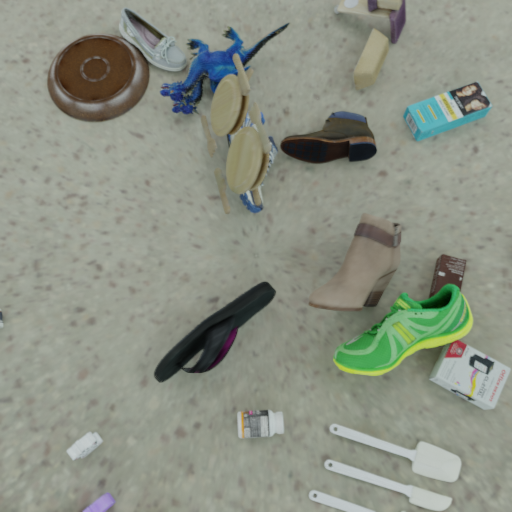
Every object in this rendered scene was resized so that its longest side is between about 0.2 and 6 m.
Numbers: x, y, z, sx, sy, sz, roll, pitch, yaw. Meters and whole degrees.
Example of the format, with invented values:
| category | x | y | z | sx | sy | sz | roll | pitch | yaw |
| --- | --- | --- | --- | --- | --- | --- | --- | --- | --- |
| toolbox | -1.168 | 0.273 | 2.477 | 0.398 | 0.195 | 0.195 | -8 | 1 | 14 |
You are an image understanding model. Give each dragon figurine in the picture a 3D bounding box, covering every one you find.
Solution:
| category | x | y | z | sx | sy | sz | roll | pitch | yaw |
| --- | --- | --- | --- | --- | --- | --- | --- | --- | --- |
| dragon figurine | -0.636 | -4.130 | 12.470 | 3.139 | 0.924 | 1.560 | -14 | 73 | -4 |

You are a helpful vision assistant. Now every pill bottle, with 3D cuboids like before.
| category | x | y | z | sx | sy | sz | roll | pitch | yaw |
| --- | --- | --- | --- | --- | --- | --- | --- | --- | --- |
| pill bottle | 0.078 | 3.120 | 10.408 | 0.838 | 0.487 | 0.487 | -3 | 72 | -2 |

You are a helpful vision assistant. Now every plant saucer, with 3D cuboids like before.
| category | x | y | z | sx | sy | sz | roll | pitch | yaw |
| --- | --- | --- | --- | --- | --- | --- | --- | --- | --- |
| plant saucer | -3.637 | -4.177 | 12.785 | 2.365 | 0.379 | 2.365 | 0 | 72 | -1 |

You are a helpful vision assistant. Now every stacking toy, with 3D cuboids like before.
| category | x | y | z | sx | sy | sz | roll | pitch | yaw |
| --- | --- | --- | --- | --- | --- | --- | --- | --- | --- |
| stacking toy | -3.242 | 4.828 | 9.771 | 2.893 | 0.680 | 2.181 | -41 | 77 | -11 |

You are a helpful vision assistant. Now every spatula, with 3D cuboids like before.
| category | x | y | z | sx | sy | sz | roll | pitch | yaw |
| --- | --- | --- | --- | --- | --- | --- | --- | --- | --- |
| spatula | 2.368 | 4.121 | 10.273 | 2.514 | 0.202 | 1.748 | 17 | 79 | 6 |

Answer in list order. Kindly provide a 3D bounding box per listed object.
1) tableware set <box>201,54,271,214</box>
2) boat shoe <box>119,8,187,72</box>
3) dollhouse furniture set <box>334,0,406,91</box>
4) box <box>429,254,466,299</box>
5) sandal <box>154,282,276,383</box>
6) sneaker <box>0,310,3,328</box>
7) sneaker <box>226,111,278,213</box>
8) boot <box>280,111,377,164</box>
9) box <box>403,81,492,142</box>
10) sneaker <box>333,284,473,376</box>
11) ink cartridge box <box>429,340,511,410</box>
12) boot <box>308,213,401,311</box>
| category | x | y | z | sx | sy | sz | roll | pitch | yaw |
| --- | --- | --- | --- | --- | --- | --- | --- | --- | --- |
| tableware set | -0.254 | -2.346 | 10.744 | 0.549 | 1.812 | 2.742 | 6 | 52 | -30 |
| boat shoe | -2.356 | -4.923 | 12.796 | 1.817 | 0.583 | 0.670 | 40 | 68 | 1 |
| dollhouse furniture set | 2.178 | -5.163 | 12.597 | 1.630 | 1.820 | 2.297 | 19 | 76 | 22 |
| box | 3.845 | 0.531 | 11.284 | 0.517 | 0.387 | 1.033 | 15 | 75 | 4 |
| sandal | -0.690 | 1.538 | 10.485 | 2.792 | 1.049 | 0.668 | -37 | 69 | -7 |
| sneaker | -5.712 | 1.216 | 10.984 | 1.394 | 0.547 | 0.554 | -5 | 77 | -13 |
| sneaker | -0.014 | -2.084 | 11.809 | 1.027 | 0.929 | 2.412 | -10 | 73 | -1 |
| boot | 1.547 | -2.605 | 12.202 | 2.058 | 0.769 | 0.998 | 3 | 56 | -2 |
| box | 4.239 | -3.206 | 12.433 | 1.759 | 0.432 | 0.724 | -21 | 74 | -7 |
| sneaker | 2.658 | 1.312 | 10.512 | 2.834 | 1.050 | 1.184 | -22 | 110 | -10 |
| ink cartridge box | 4.068 | 2.247 | 10.672 | 1.196 | 0.495 | 0.871 | 28 | 75 | 9 |
| boot | 1.921 | 0.091 | 10.466 | 0.853 | 2.429 | 1.776 | 19 | 101 | 36 |
